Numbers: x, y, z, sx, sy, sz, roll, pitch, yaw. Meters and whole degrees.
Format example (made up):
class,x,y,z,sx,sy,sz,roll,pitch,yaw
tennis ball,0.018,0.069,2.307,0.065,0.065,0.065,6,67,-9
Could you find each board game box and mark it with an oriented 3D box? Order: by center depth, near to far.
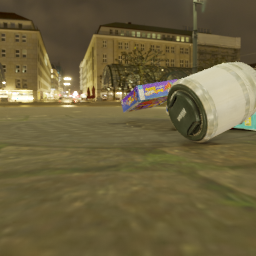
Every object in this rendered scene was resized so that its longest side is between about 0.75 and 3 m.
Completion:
class,x,y,z,sx,sy,sz,roll,pitch,yaw
board game box,3.051,-0.330,8.622,1.999,0.469,1.509,9,8,24
board game box,0.806,-1.219,11.132,1.629,0.542,2.422,-12,-4,-15

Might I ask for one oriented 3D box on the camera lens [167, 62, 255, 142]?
class,x,y,z,sx,sy,sz,roll,pitch,yaw
camera lens,1.689,-0.530,5.587,1.603,1.282,1.282,-23,14,-22

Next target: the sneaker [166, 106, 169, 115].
class,x,y,z,sx,sy,sz,roll,pitch,yaw
sneaker,2.008,-0.910,12.249,0.651,0.889,0.358,30,-14,-13
